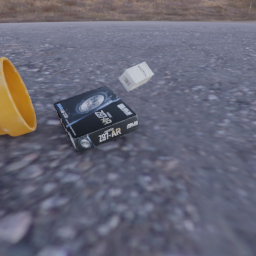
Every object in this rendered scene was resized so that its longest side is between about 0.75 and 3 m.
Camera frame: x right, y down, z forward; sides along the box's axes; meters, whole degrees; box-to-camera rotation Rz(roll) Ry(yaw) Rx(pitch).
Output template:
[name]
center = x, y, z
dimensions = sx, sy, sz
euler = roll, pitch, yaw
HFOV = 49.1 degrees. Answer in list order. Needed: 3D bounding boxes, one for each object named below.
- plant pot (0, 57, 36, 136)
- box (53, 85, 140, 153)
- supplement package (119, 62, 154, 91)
[plant pot]
center = -3.267, -0.506, 6.468
dimensions = 1.641, 1.792, 1.792
euler = -20, 27, -5
[box]
center = -0.823, -0.296, 6.781
dimensions = 1.520, 0.413, 1.897
euler = -21, 36, -16
[supplement package]
center = 0.270, -1.649, 8.970
dimensions = 0.924, 0.540, 0.542
euler = -33, -5, -39
